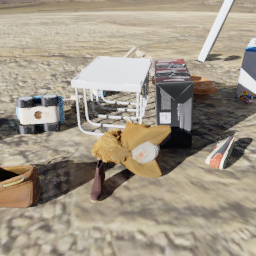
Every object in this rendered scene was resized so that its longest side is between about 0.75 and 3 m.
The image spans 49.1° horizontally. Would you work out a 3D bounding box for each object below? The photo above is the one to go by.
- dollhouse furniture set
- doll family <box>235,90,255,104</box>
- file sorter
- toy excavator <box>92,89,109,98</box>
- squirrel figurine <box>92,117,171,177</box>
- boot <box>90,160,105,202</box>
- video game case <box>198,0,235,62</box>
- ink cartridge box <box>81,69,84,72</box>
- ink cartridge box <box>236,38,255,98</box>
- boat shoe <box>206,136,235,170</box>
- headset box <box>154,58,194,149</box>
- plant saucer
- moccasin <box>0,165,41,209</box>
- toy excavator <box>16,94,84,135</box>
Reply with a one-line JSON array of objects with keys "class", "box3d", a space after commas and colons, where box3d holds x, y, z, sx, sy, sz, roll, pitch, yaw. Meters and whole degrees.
[{"class": "dollhouse furniture set", "box3d": [0.664, -3.008, 13.634, 0.989, 1.157, 2.233, -44, 34, 3]}, {"class": "doll family", "box3d": [4.483, -1.204, 10.612, 0.490, 0.356, 0.789, -12, 30, -21]}, {"class": "file sorter", "box3d": [-0.349, -1.068, 8.884, 1.911, 1.715, 2.754, 5, 28, 9]}, {"class": "toy excavator", "box3d": [-1.017, -1.510, 11.215, 0.911, 0.455, 0.886, 2, 27, -24]}, {"class": "squirrel figurine", "box3d": [0.002, 0.297, 6.894, 1.789, 1.266, 1.670, -2, 21, -10]}, {"class": "boot", "box3d": [-0.651, 1.106, 5.902, 0.275, 0.632, 0.760, 4, 28, 7]}, {"class": "video game case", "box3d": [2.542, -2.906, 7.710, 0.222, 1.943, 1.768, 27, 31, 9]}, {"class": "ink cartridge box", "box3d": [-1.249, -2.749, 13.595, 1.446, 0.314, 1.433, 20, 34, 37]}, {"class": "ink cartridge box", "box3d": [5.690, -2.448, 11.333, 1.893, 1.859, 2.571, 13, 30, 24]}, {"class": "boat shoe", "box3d": [2.392, 0.576, 7.140, 0.419, 0.477, 1.340, 14, 35, 30]}, {"class": "headset box", "box3d": [1.269, -0.844, 8.211, 0.986, 1.901, 2.555, -1, 27, 7]}, {"class": "plant saucer", "box3d": [2.285, -1.888, 11.393, 2.628, 0.424, 2.628, 5, 20, -2]}, {"class": "moccasin", "box3d": [-3.131, 1.096, 5.473, 2.695, 1.040, 0.986, 1, 28, 1]}, {"class": "toy excavator", "box3d": [-2.445, -0.693, 9.095, 2.080, 1.069, 2.139, -5, 19, -12]}]
